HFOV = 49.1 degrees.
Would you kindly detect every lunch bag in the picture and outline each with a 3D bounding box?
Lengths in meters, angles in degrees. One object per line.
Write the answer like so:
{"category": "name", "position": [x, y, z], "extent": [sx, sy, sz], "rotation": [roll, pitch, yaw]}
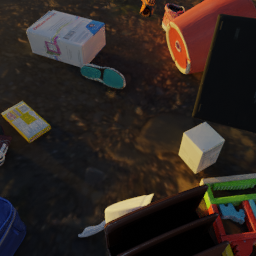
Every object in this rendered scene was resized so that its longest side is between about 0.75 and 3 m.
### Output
{"category": "lunch bag", "position": [-3.285, 2.396, 5.722], "extent": [1.443, 1.405, 2.124], "rotation": [14, 51, 12]}

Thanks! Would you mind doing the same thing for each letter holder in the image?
{"category": "letter holder", "position": [0.800, 2.266, 5.688], "extent": [2.300, 1.635, 1.157], "rotation": [-17, 52, -15]}

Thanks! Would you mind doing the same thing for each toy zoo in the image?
{"category": "toy zoo", "position": [3.023, 2.429, 6.415], "extent": [1.954, 0.305, 2.979], "rotation": [-5, 50, -4]}

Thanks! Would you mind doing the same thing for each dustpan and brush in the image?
{"category": "dustpan and brush", "position": [-0.298, 2.051, 6.390], "extent": [1.898, 1.325, 0.543], "rotation": [-15, 84, 8]}

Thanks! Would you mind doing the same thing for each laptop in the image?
{"category": "laptop", "position": [3.011, -1.083, 6.395], "extent": [2.447, 2.291, 1.418], "rotation": [15, 10, 16]}

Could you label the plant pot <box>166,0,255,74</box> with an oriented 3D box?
{"category": "plant pot", "position": [2.796, -3.209, 9.845], "extent": [2.374, 2.683, 2.683], "rotation": [-22, 52, -3]}

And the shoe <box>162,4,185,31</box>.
{"category": "shoe", "position": [2.165, -4.271, 11.611], "extent": [0.795, 1.013, 2.226], "rotation": [-21, 53, -17]}

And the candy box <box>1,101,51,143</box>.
{"category": "candy box", "position": [-3.179, -0.222, 8.723], "extent": [1.556, 0.206, 0.795], "rotation": [37, 61, 27]}

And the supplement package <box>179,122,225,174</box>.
{"category": "supplement package", "position": [1.954, 0.539, 7.551], "extent": [0.762, 1.011, 0.767], "rotation": [-25, 54, -20]}

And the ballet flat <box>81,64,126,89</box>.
{"category": "ballet flat", "position": [-0.806, -1.916, 9.936], "extent": [1.846, 0.663, 0.663], "rotation": [23, 54, 18]}

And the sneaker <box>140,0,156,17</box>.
{"category": "sneaker", "position": [0.534, -3.669, 8.337], "extent": [0.470, 0.679, 1.212], "rotation": [15, 15, -7]}

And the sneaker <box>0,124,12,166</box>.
{"category": "sneaker", "position": [-4.437, 0.304, 7.968], "extent": [2.322, 0.879, 1.341], "rotation": [14, 45, -1]}

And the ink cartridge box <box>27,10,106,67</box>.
{"category": "ink cartridge box", "position": [-2.366, -3.527, 10.960], "extent": [2.468, 1.045, 1.784], "rotation": [21, 53, 15]}
